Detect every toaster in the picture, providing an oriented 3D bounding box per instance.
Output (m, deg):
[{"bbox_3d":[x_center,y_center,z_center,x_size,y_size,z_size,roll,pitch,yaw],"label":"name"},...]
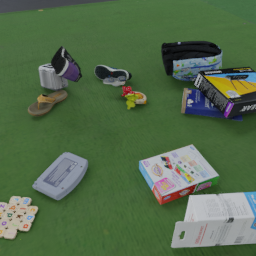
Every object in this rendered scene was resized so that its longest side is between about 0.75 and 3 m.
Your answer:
[{"bbox_3d":[-3.321,-2.246,12.271,1.458,0.942,0.829,18,34,34],"label":"toaster"}]

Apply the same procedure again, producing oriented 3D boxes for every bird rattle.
[{"bbox_3d":[0.255,-1.264,11.711,1.016,0.702,1.246,6,26,-11],"label":"bird rattle"}]

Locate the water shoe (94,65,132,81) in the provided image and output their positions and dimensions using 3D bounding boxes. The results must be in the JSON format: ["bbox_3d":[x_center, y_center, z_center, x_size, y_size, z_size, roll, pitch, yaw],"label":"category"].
[{"bbox_3d":[-0.711,-2.489,13.094,1.850,0.661,0.730,19,13,26],"label":"water shoe"}]

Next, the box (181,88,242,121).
[{"bbox_3d":[3.407,-0.984,11.378,2.372,0.384,1.437,9,41,8],"label":"box"}]

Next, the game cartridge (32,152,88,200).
[{"bbox_3d":[-1.982,1.447,8.589,1.063,0.326,1.597,17,43,24],"label":"game cartridge"}]

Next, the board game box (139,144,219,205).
[{"bbox_3d":[1.526,1.356,8.601,1.955,0.394,1.496,-15,43,-17],"label":"board game box"}]

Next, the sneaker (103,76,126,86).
[{"bbox_3d":[-0.574,-1.950,12.001,0.996,0.434,0.371,-1,59,-9],"label":"sneaker"}]

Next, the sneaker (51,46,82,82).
[{"bbox_3d":[-2.298,-2.336,10.621,0.932,0.806,2.128,30,22,-35],"label":"sneaker"}]

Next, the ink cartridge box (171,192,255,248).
[{"bbox_3d":[2.132,2.264,6.865,2.190,1.270,0.743,-2,40,-3],"label":"ink cartridge box"}]

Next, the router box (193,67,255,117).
[{"bbox_3d":[4.441,-1.536,11.238,2.896,0.739,2.160,-11,48,-26],"label":"router box"}]

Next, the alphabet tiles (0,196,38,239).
[{"bbox_3d":[-3.125,2.405,7.611,1.201,0.090,1.228,4,41,6],"label":"alphabet tiles"}]

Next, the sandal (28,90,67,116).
[{"bbox_3d":[-3.288,-1.154,11.431,0.804,0.540,2.001,25,45,24],"label":"sandal"}]

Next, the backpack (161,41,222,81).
[{"bbox_3d":[2.994,-3.151,12.964,2.635,2.026,2.150,-14,34,12],"label":"backpack"}]
